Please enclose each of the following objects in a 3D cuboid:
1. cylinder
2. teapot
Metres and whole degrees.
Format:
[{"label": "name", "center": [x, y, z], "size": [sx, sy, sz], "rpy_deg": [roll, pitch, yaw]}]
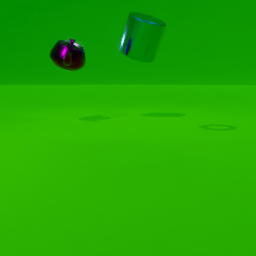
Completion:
[{"label": "cylinder", "center": [0.509, -3.206, 9.909], "size": [1.350, 1.350, 1.350], "rpy_deg": [13, 31, -8]}, {"label": "teapot", "center": [-1.906, -2.416, 9.074], "size": [1.183, 0.931, 1.902], "rpy_deg": [14, 25, -15]}]
